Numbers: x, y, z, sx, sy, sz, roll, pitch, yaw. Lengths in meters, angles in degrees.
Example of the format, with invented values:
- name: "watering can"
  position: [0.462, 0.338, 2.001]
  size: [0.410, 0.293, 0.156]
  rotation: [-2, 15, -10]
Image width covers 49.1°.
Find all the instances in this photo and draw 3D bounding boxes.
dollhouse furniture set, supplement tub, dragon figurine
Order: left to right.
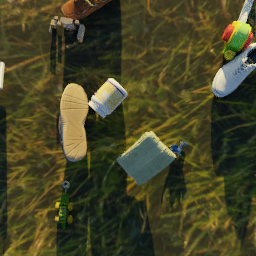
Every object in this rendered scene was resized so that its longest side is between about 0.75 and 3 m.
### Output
- name: "dollhouse furniture set"
  position: [-2.094, -3.344, 9.435]
  size: [1.143, 0.592, 0.506]
  rotation: [12, 86, 1]
- name: "supplement tub"
  position: [-0.670, -0.966, 9.211]
  size: [0.826, 0.826, 1.136]
  rotation: [43, 88, 2]
- name: "dragon figurine"
  position: [1.544, 0.702, 9.416]
  size: [0.955, 0.281, 0.475]
  rotation: [-8, 88, -1]

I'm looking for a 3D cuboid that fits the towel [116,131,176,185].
- name: "towel"
  position: [0.551, 1.010, 8.917]
  size: [1.293, 0.318, 1.742]
  rotation: [44, 119, -4]

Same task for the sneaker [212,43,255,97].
- name: "sneaker"
  position: [3.696, -2.010, 9.255]
  size: [0.845, 0.819, 2.314]
  rotation: [41, 88, 2]

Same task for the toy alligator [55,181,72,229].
- name: "toy alligator"
  position: [-2.138, 2.582, 9.282]
  size: [0.531, 0.385, 1.602]
  rotation: [-1, 88, -1]

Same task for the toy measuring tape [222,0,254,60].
- name: "toy measuring tape"
  position: [3.823, -3.482, 9.290]
  size: [0.952, 0.952, 2.588]
  rotation: [23, 88, 1]

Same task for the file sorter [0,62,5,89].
- name: "file sorter"
  position: [-4.910, -1.752, 8.922]
  size: [1.491, 0.928, 1.034]
  rotation: [-11, 64, 6]

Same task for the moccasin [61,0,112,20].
- name: "moccasin"
  position: [-1.219, -4.317, 9.336]
  size: [2.204, 0.851, 0.806]
  rotation: [-22, 88, -1]

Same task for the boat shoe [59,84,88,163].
- name: "boat shoe"
  position: [-1.837, -0.154, 9.104]
  size: [0.944, 0.850, 2.624]
  rotation: [5, 68, -31]
